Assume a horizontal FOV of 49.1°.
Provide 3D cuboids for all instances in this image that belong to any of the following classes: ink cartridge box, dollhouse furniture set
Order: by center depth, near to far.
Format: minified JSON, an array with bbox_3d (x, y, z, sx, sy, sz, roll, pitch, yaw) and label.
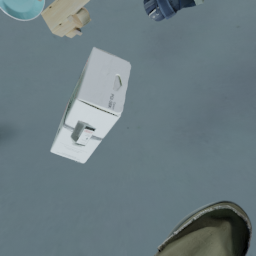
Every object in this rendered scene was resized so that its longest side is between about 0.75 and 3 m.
[{"bbox_3d":[-0.601,-0.300,4.311,0.620,1.497,1.098,21,51,-16],"label":"ink cartridge box"},{"bbox_3d":[-0.904,-2.748,5.522,1.175,2.406,2.052,-32,86,18],"label":"dollhouse furniture set"}]

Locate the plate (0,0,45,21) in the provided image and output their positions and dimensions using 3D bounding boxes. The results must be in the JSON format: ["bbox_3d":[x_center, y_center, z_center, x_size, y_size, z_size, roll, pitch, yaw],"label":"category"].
[{"bbox_3d":[-2.297,-2.823,5.888,1.103,1.103,0.141,-45,29,-25],"label":"plate"}]

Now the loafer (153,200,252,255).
[{"bbox_3d":[0.616,1.817,3.296,2.472,0.861,0.929,-39,78,-13],"label":"loafer"}]

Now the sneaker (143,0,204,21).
[{"bbox_3d":[0.744,-2.628,5.332,1.150,1.592,0.605,-13,78,22],"label":"sneaker"}]
